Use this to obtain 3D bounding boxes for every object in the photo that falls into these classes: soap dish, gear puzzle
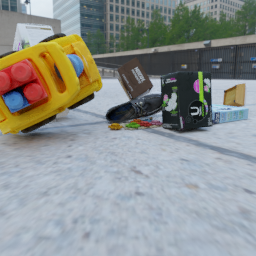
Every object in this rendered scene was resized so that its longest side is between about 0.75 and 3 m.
[{"bbox_3d":[3.852,-1.118,10.158,0.424,0.822,1.045,10,-9,-9],"label":"soap dish"},{"bbox_3d":[0.155,-0.133,7.665,1.589,0.208,0.823,-7,13,-29],"label":"gear puzzle"}]

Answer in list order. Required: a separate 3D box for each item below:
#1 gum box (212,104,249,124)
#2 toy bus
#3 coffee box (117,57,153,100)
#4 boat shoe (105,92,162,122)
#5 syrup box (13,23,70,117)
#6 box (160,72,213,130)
[{"bbox_3d":[2.720,-0.482,8.931,1.670,0.372,1.419,-8,14,-33],"label":"gum box"},{"bbox_3d":[-1.804,-1.022,5.877,2.658,1.804,2.552,-28,10,-11],"label":"toy bus"},{"bbox_3d":[0.192,-1.400,8.736,0.701,1.005,1.758,-31,1,-1],"label":"coffee box"},{"bbox_3d":[0.223,-0.552,7.956,1.902,0.665,0.630,-10,13,16],"label":"boat shoe"},{"bbox_3d":[-2.768,-1.865,9.095,1.204,2.956,1.164,-10,-23,-35],"label":"syrup box"},{"bbox_3d":[1.506,-0.711,7.269,1.046,1.408,0.875,-5,5,-23],"label":"box"}]
